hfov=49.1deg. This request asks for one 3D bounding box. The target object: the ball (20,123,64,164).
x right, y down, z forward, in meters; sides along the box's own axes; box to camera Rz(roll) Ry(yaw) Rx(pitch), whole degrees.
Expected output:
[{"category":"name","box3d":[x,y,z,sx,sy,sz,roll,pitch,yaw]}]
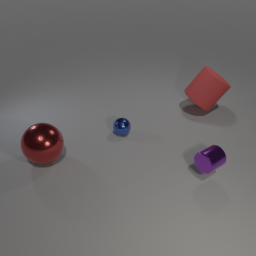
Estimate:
[{"category":"ball","box3d":[-2.875,0.521,9.438,1.400,1.400,1.400,0,33,0]}]

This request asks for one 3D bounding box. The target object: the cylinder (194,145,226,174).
[{"category":"cylinder","box3d":[2.526,0.959,8.622,0.700,0.700,0.700,-22,39,-28]}]

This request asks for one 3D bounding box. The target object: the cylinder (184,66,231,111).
[{"category":"cylinder","box3d":[3.398,-1.700,12.041,1.400,1.400,1.400,31,25,-17]}]

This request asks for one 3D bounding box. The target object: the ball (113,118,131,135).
[{"category":"ball","box3d":[-0.237,-0.061,10.962,0.700,0.700,0.700,0,33,0]}]
